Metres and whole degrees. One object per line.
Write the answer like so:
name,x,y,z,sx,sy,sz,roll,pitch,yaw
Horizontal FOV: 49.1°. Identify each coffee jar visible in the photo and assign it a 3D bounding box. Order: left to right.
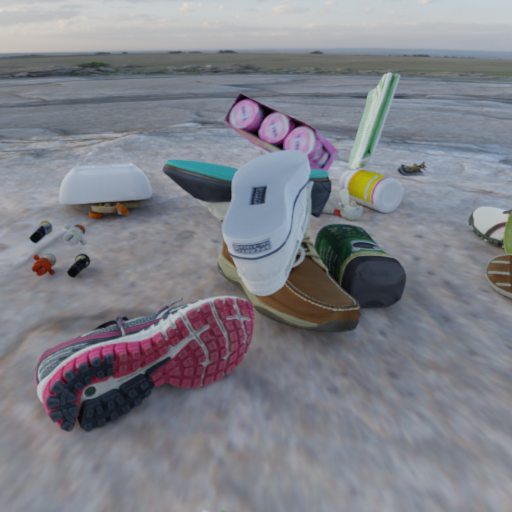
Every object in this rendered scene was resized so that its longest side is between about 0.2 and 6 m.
coffee jar,1.602,0.133,8.845,0.955,0.781,1.831,3,21,-13

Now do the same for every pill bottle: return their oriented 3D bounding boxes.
pill bottle,2.584,-1.547,12.890,0.790,0.790,1.515,-12,25,-27

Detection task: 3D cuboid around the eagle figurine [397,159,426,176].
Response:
eagle figurine,4.367,-2.437,15.637,0.704,0.531,0.534,-21,-34,31

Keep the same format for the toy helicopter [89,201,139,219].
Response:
toy helicopter,-3.018,-1.089,12.272,0.800,0.477,1.209,13,17,34

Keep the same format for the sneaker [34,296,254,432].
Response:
sneaker,-1.190,0.995,6.447,2.637,1.063,0.985,-14,24,-30

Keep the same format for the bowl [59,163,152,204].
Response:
bowl,-3.421,-1.690,12.780,2.036,0.760,2.033,-4,13,-12

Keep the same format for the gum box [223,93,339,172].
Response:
gum box,0.499,-2.179,10.333,1.968,0.651,1.117,34,6,29

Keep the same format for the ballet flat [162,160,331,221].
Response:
ballet flat,-0.119,-0.943,8.734,2.689,0.982,0.982,2,22,-14

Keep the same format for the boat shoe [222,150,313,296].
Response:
boat shoe,0.270,-0.416,7.402,1.061,1.224,2.871,-7,30,10

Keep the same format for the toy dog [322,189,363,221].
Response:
toy dog,1.642,-1.270,12.328,1.471,0.708,0.970,9,24,20

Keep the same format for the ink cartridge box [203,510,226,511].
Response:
ink cartridge box,-0.277,2.302,4.262,0.542,0.310,1.044,10,25,23

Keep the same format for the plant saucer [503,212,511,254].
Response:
plant saucer,4.862,-0.349,9.187,0.247,1.592,1.592,9,14,-34

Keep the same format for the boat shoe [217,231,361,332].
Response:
boat shoe,0.346,0.131,8.210,1.141,1.113,3.015,-1,20,-35

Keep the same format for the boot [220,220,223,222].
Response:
boot,0.131,-1.479,12.474,1.936,0.974,2.590,-1,22,-2

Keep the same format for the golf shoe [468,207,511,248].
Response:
golf shoe,5.042,-0.618,10.230,1.024,1.168,2.652,-11,23,-21

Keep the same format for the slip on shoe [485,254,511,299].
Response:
slip on shoe,4.459,0.461,8.403,1.961,0.745,0.594,10,-19,44

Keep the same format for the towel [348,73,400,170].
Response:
towel,2.545,-2.944,12.587,0.308,2.006,2.630,16,8,0

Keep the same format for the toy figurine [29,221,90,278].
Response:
toy figurine,-3.252,-0.120,9.323,0.917,0.903,0.638,1,20,0
